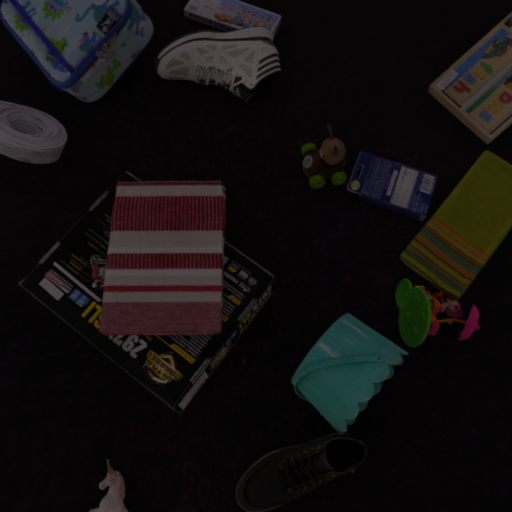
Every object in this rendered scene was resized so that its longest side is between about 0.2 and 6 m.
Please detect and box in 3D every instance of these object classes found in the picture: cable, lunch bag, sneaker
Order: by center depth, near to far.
[{"bbox_3d":[0.646,3.246,8.546,2.110,1.121,0.789,-24,72,-9],"label":"sneaker"},{"bbox_3d":[-4.351,-2.294,10.503,1.511,0.523,1.511,-2,44,-42],"label":"cable"},{"bbox_3d":[-3.611,-4.650,11.088,2.343,1.202,2.914,-43,70,12],"label":"lunch bag"},{"bbox_3d":[-0.692,-3.682,11.179,2.527,0.954,1.454,-15,69,-8],"label":"sneaker"}]

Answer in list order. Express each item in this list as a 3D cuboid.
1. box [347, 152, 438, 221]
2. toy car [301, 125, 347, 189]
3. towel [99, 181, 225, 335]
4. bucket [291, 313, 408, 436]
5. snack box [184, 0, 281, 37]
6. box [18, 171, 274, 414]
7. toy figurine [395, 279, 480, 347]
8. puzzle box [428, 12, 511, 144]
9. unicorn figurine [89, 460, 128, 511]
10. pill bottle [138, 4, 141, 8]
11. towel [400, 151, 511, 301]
[{"bbox_3d":[2.583,-1.347,10.696,1.552,0.251,0.940,21,71,6],"label":"box"},{"bbox_3d":[1.318,-1.914,10.469,0.845,1.071,0.880,-10,70,-4],"label":"toy car"},{"bbox_3d":[-1.504,-0.006,9.348,1.955,0.309,2.714,0,68,1],"label":"towel"},{"bbox_3d":[1.433,1.822,8.829,1.124,1.727,1.727,38,74,20],"label":"bucket"},{"bbox_3d":[-0.508,-5.184,12.110,1.999,0.243,0.719,23,71,8],"label":"snack box"},{"bbox_3d":[-1.819,0.535,9.707,3.442,0.849,2.748,35,75,12],"label":"box"},{"bbox_3d":[3.186,0.989,9.637,1.225,0.999,1.331,7,36,-14],"label":"toy figurine"},{"bbox_3d":[4.966,-3.635,11.197,2.514,0.320,1.673,-42,75,1],"label":"puzzle box"},{"bbox_3d":[-2.223,4.009,8.653,0.959,0.516,1.396,-42,89,-24],"label":"unicorn figurine"},{"bbox_3d":[-2.573,-4.936,11.905,0.459,0.459,0.816,-17,70,-6],"label":"pill bottle"},{"bbox_3d":[4.030,-0.648,10.438,1.285,0.270,2.986,38,74,12],"label":"towel"}]
